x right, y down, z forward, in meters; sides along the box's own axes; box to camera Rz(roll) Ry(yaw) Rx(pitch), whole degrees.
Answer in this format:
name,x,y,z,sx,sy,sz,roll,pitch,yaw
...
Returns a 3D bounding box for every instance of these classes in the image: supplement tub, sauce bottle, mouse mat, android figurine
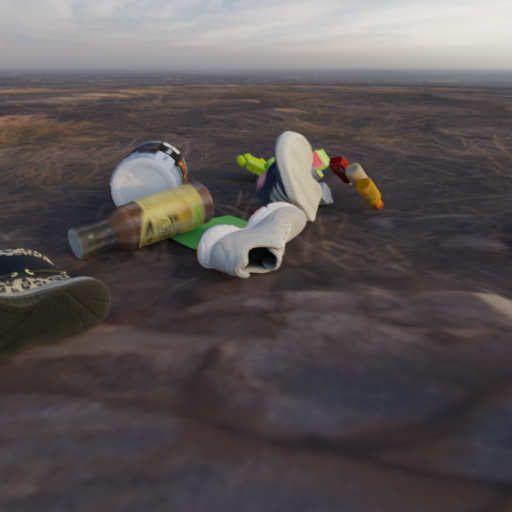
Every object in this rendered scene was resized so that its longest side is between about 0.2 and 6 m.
name,x,y,z,sx,sy,sz,roll,pitch,yaw
supplement tub,-2.010,-1.502,10.861,1.281,1.281,2.090,-1,21,-1
sauce bottle,-1.816,-0.542,9.050,2.381,0.771,0.771,-24,30,-33
mouse mat,-0.740,-0.428,9.782,1.665,0.063,1.339,-15,25,-36
android figurine,0.070,-2.126,13.469,1.077,0.243,1.183,16,23,-23

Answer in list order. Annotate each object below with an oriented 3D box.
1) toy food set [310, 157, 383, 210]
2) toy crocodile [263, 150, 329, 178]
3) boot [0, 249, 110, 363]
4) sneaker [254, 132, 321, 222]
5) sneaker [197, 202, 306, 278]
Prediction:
name,x,y,z,sx,sy,sz,roll,pitch,yaw
toy food set,1.608,-1.385,11.350,1.898,0.906,0.854,-2,-26,33
toy crocodile,0.920,-1.939,12.362,2.294,0.774,0.708,-24,-9,-42
boot,-3.028,0.511,6.291,2.265,0.818,1.711,-11,20,-39
sneaker,0.404,-1.302,9.576,1.051,0.933,2.488,13,-18,18
sneaker,0.169,-0.150,8.278,0.961,0.791,2.090,29,39,34
